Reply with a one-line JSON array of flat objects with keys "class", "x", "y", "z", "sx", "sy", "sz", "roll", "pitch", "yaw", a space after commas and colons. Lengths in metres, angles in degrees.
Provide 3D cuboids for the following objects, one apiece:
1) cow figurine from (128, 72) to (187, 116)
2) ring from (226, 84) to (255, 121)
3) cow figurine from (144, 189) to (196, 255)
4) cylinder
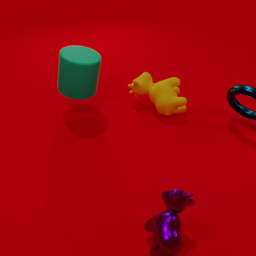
[{"class": "cow figurine", "x": 0.888, "y": -1.039, "z": 8.827, "sx": 1.619, "sy": 0.903, "sz": 1.646, "roll": -12, "pitch": 60, "yaw": 1}, {"class": "ring", "x": 3.426, "y": -0.698, "z": 7.900, "sx": 1.381, "sy": 1.381, "sz": 0.276, "roll": 30, "pitch": 74, "yaw": 31}, {"class": "cow figurine", "x": 0.812, "y": 1.751, "z": 5.204, "sx": 0.633, "sy": 1.135, "sz": 1.154, "roll": 25, "pitch": 34, "yaw": -25}, {"class": "cylinder", "x": -1.450, "y": -1.634, "z": 8.272, "sx": 1.182, "sy": 1.182, "sz": 1.182, "roll": 9, "pitch": 38, "yaw": -7}]
